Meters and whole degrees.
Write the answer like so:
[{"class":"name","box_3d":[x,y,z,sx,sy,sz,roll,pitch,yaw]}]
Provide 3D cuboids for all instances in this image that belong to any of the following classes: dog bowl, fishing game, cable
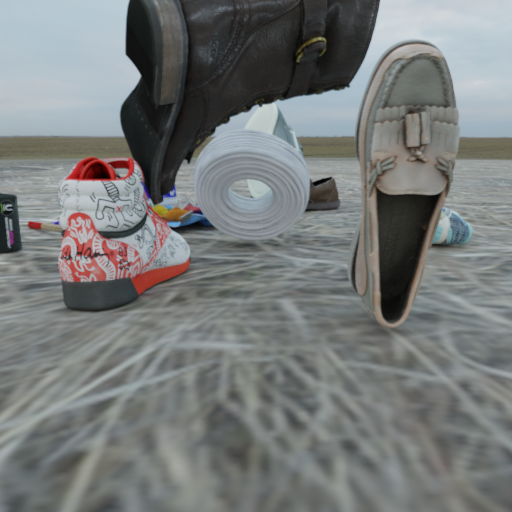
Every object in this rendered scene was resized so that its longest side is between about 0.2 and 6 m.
[{"class":"dog bowl","box_3d":[-2.761,-1.502,13.540,1.649,0.650,1.649,-4,7,1]},{"class":"fishing game","box_3d":[-2.101,-0.964,11.513,4.502,0.700,3.224,-10,13,-39]},{"class":"cable","box_3d":[-0.094,-1.063,8.757,1.842,1.841,0.638,32,42,-24]}]

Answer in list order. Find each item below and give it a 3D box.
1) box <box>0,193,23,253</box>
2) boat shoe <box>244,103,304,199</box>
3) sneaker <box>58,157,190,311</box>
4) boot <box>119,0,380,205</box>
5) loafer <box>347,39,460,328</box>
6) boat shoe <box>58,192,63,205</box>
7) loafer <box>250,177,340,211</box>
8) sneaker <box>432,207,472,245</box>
[{"class":"box","box_3d":[-4.528,-0.480,8.615,1.430,0.889,1.062,-11,16,-41]},{"class":"boat shoe","box_3d":[0.371,-1.900,10.675,0.943,1.112,3.053,28,33,-27]},{"class":"sneaker","box_3d":[-1.487,-0.457,6.939,0.962,1.545,2.882,2,12,11]},{"class":"boot","box_3d":[-0.047,-1.956,6.748,2.913,1.158,3.346,-17,-21,-23]},{"class":"loafer","box_3d":[1.294,-0.498,4.797,0.887,2.468,0.776,-1,32,-3]},{"class":"boat shoe","box_3d":[-4.527,-1.877,15.275,0.725,0.837,1.964,10,16,39]},{"class":"loafer","box_3d":[0.904,-1.529,13.481,2.550,0.905,0.931,-8,15,-33]},{"class":"sneaker","box_3d":[3.125,-0.551,9.821,0.849,0.763,1.967,12,17,-5]}]
